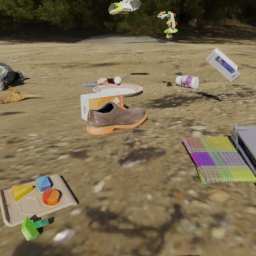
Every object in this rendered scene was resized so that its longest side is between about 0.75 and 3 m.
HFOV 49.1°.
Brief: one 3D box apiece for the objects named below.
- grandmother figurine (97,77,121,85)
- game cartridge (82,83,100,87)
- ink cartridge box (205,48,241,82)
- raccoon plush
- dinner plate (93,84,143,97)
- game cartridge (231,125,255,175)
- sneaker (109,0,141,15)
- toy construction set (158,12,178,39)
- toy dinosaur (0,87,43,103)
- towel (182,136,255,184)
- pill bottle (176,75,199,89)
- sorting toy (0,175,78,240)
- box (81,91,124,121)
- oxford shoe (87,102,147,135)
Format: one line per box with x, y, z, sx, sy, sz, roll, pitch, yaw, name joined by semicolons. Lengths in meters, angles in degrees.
-0.915;-2.353;13.985;1.320;0.400;0.800;-1;0;34;grandmother figurine
-1.892;-2.253;14.591;0.890;0.171;0.577;0;25;0;game cartridge
3.222;-2.105;9.403;0.224;1.207;0.572;-45;-3;-22;ink cartridge box
-6.112;-2.782;14.539;1.896;1.369;2.830;23;29;30;raccoon plush
-0.472;-1.734;13.023;2.303;0.279;2.303;1;20;0;dinner plate
3.420;0.770;5.725;1.815;0.537;2.799;7;26;-1;game cartridge
-0.089;-4.950;11.457;1.388;0.517;0.587;0;10;24;sneaker
1.394;-3.575;9.568;0.435;0.944;0.619;-27;6;-11;toy construction set
-4.622;-1.324;11.838;1.774;0.536;0.942;-17;50;-27;toy dinosaur
2.254;0.696;6.580;1.611;0.255;2.244;0;21;-2;towel
2.989;-2.351;14.203;1.071;0.601;0.601;18;27;39;pill bottle
-1.552;1.310;4.924;1.228;0.245;1.661;-11;23;-27;sorting toy
-0.869;-0.750;9.590;1.337;0.832;0.652;-13;24;-30;box
-0.254;-0.423;8.732;2.237;0.816;0.798;-17;27;-38;oxford shoe
